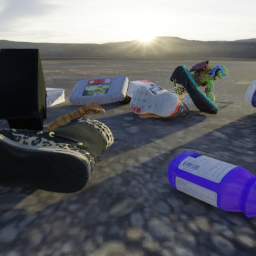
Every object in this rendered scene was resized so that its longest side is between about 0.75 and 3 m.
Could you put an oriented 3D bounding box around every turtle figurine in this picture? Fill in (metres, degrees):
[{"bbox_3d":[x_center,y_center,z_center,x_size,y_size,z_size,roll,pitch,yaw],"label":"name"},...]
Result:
[{"bbox_3d":[2.923,-1.645,11.121,2.299,1.707,2.371,-9,-1,31],"label":"turtle figurine"}]

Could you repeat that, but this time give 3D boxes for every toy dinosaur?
[{"bbox_3d":[-1.564,0.042,6.158,2.237,0.676,1.188,-32,-22,-1],"label":"toy dinosaur"}]

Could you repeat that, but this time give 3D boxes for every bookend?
[{"bbox_3d":[-2.884,-0.679,7.878,1.005,2.168,2.181,-3,-27,-11],"label":"bookend"}]

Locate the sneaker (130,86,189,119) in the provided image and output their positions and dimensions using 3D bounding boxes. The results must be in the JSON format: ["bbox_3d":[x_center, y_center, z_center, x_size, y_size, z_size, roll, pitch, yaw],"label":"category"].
[{"bbox_3d":[0.975,-0.686,9.141,1.014,0.955,2.477,21,3,-34],"label":"sneaker"}]

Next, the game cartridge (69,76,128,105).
[{"bbox_3d":[-1.154,-1.461,11.032,2.211,0.452,1.472,-4,43,12],"label":"game cartridge"}]

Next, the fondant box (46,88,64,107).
[{"bbox_3d":[-3.514,-1.136,10.709,1.383,0.558,1.917,5,18,17],"label":"fondant box"}]

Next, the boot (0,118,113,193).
[{"bbox_3d":[-1.588,0.316,5.173,2.459,0.887,1.857,10,19,11],"label":"boot"}]

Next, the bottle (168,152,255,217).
[{"bbox_3d":[1.406,0.828,4.013,0.711,0.556,1.703,-22,27,-39],"label":"bottle"}]

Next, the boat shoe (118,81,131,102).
[{"bbox_3d":[-0.109,-1.570,11.760,0.806,0.787,2.131,-3,17,-9],"label":"boat shoe"}]

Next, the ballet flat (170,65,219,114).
[{"bbox_3d":[2.248,-1.195,9.987,0.889,0.895,2.616,30,27,-42],"label":"ballet flat"}]

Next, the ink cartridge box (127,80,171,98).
[{"bbox_3d":[0.816,-1.249,10.399,1.371,0.578,0.992,34,33,31],"label":"ink cartridge box"}]

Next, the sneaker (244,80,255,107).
[{"bbox_3d":[5.265,-0.797,8.920,2.923,1.177,2.140,-6,28,-45],"label":"sneaker"}]
